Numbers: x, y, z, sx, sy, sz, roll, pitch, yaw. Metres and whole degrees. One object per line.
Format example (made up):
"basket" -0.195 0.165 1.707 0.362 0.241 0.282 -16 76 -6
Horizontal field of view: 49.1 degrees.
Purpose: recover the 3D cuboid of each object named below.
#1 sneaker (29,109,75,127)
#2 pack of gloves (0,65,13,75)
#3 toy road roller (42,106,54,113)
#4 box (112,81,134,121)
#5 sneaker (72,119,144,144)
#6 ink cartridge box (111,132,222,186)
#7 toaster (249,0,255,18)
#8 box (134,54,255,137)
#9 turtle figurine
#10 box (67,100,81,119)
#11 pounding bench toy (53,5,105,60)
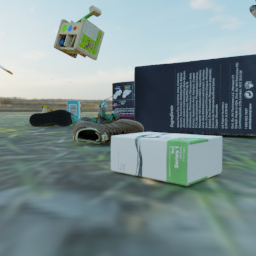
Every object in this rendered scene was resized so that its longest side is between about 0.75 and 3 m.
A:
"sneaker" -2.335 -0.292 8.647 1.367 0.518 0.599 -1 -1 -19
"pack of gloves" -3.370 -1.947 5.537 2.098 0.414 1.763 29 -5 35
"toy road roller" -4.141 -0.786 14.764 0.786 0.662 1.077 11 -1 -21
"box" 0.762 -0.789 9.372 1.579 1.371 2.390 1 3 35
"sneaker" -0.300 0.118 4.257 1.099 0.387 0.415 -2 24 1
"ink cartridge box" 0.302 0.216 2.319 0.763 0.322 0.557 3 5 42
"toaster" 3.001 -2.318 5.439 0.756 0.859 1.330 -42 7 2
"box" 1.846 -0.670 6.571 2.599 1.526 2.556 1 3 30
"turtle figurine" -0.771 -0.352 7.653 1.486 0.748 1.113 -17 -7 -16
"box" -2.758 -0.925 14.478 0.562 0.941 2.286 0 4 -6
"pounding bench toy" -1.926 -3.906 11.291 1.520 1.948 1.210 16 -1 36
